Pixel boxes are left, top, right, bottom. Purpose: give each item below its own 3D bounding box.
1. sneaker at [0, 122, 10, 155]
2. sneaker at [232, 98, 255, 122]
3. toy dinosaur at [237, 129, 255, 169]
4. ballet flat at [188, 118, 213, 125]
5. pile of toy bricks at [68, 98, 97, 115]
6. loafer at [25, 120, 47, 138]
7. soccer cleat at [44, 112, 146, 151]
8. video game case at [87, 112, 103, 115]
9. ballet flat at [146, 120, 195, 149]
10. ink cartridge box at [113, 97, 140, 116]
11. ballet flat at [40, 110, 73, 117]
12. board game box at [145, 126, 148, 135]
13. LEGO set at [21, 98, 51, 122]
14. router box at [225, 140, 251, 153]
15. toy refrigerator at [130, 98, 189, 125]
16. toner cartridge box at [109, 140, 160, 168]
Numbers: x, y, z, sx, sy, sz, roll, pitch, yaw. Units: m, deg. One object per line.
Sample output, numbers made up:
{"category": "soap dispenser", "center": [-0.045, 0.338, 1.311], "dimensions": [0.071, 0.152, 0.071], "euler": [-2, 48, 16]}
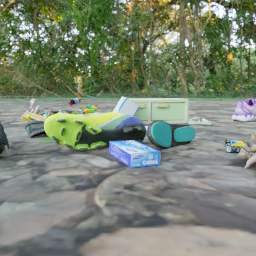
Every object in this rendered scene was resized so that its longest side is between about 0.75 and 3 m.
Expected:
{"category": "sneaker", "center": [-3.833, 0.276, 6.328], "dimensions": [2.894, 1.067, 1.158], "euler": [0, 19, 34]}
{"category": "sneaker", "center": [6.256, -0.904, 13.773], "dimensions": [2.486, 1.099, 1.000], "euler": [-2, 7, -23]}
{"category": "toy dinosaur", "center": [2.772, 0.532, 5.749], "dimensions": [0.816, 0.517, 1.204], "euler": [30, 33, 20]}
{"category": "ballet flat", "center": [3.124, -0.280, 12.037], "dimensions": [1.037, 0.323, 0.350], "euler": [1, 8, 8]}
{"category": "pile of toy bricks", "center": [-1.505, -0.637, 10.331], "dimensions": [0.876, 0.985, 1.775], "euler": [-20, 22, -21]}
{"category": "loafer", "center": [-2.536, 0.062, 9.361], "dimensions": [1.695, 0.533, 0.609], "euler": [-4, -34, -33]}
{"category": "soccer cleat", "center": [-0.841, 0.002, 7.416], "dimensions": [2.747, 0.888, 1.149], "euler": [3, 24, -26]}
{"category": "video game case", "center": [-2.267, -0.792, 16.283], "dimensions": [1.386, 0.167, 1.521], "euler": [-4, 9, -27]}
{"category": "ballet flat", "center": [1.011, 0.209, 7.558], "dimensions": [0.717, 0.713, 2.097], "euler": [-5, -8, 43]}
{"category": "ink cartridge box", "center": [-0.179, -0.604, 10.956], "dimensions": [0.633, 1.087, 1.504], "euler": [32, 3, -10]}
{"category": "ballet flat", "center": [-3.119, -0.474, 11.846], "dimensions": [1.719, 0.628, 0.628], "euler": [-7, 6, 13]}
{"category": "board game box", "center": [0.749, 0.073, 9.993], "dimensions": [0.684, 0.180, 0.894], "euler": [-2, 8, -16]}
{"category": "LEGO set", "center": [-3.587, -0.635, 11.357], "dimensions": [2.351, 0.875, 1.081], "euler": [6, -21, 45]}
{"category": "router box", "center": [2.766, 0.469, 7.075], "dimensions": [0.571, 0.195, 0.765], "euler": [2, 8, 16]}
{"category": "toy refrigerator", "center": [1.182, -0.755, 12.560], "dimensions": [2.955, 1.122, 1.034], "euler": [-1, 8, -14]}
{"category": "toner cartridge box", "center": [0.102, 0.537, 6.193], "dimensions": [0.664, 0.302, 1.398], "euler": [-3, 8, -22]}
